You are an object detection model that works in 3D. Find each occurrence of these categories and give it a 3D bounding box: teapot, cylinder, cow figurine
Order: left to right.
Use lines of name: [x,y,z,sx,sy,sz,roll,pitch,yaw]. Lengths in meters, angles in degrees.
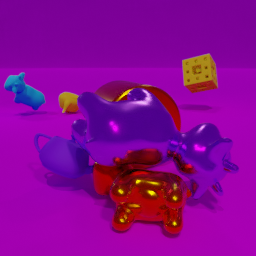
cow figurine: [-3.219,-1.128,8.884,1.331,0.731,1.310,26,-23,-22]
teapot: [-1.965,-0.811,9.417,0.812,0.640,1.306,19,15,-2]
teapot: [-0.789,0.362,3.800,1.103,0.540,0.686,24,-3,5]
cylinder: [0.037,-0.130,4.931,1.336,1.336,1.336,-5,14,-19]
cow figurine: [0.124,0.656,3.222,1.183,0.649,1.164,1,18,11]
cow figurine: [0.301,0.179,3.126,1.583,0.869,1.558,-7,39,-37]

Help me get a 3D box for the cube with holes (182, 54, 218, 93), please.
cube with holes: [2.560,-1.893,9.917,0.951,0.951,0.951,-8,-14,28]
